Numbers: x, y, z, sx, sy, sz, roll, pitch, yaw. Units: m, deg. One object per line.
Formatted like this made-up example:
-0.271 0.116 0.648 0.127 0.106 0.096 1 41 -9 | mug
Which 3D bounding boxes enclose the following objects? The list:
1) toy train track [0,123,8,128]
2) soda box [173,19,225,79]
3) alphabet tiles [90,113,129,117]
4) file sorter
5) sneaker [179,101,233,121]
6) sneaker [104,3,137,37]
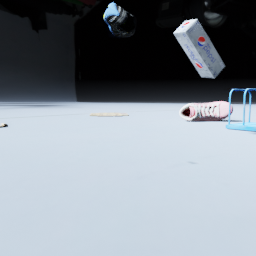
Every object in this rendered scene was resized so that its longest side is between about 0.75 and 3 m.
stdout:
-3.731 -0.070 7.315 0.694 0.197 1.209 5 7 35 | toy train track
1.308 -1.418 5.098 1.093 0.347 0.373 47 -10 -27 | soda box
-0.865 -0.625 12.866 1.713 0.065 2.058 -1 6 -4 | alphabet tiles
3.522 -0.456 6.939 1.187 1.049 1.710 -4 7 -40 | file sorter
2.560 -0.529 9.407 1.753 0.660 0.916 -2 4 30 | sneaker
-0.120 -3.039 8.338 0.800 0.684 1.931 36 10 8 | sneaker
